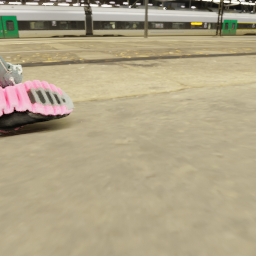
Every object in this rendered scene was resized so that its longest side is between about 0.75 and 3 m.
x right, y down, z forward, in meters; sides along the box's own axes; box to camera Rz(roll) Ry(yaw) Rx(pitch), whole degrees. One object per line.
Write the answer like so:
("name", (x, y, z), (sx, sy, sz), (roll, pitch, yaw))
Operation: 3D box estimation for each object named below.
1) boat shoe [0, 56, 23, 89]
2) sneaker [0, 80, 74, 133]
("boat shoe", (-3.087, -1.295, 7.024), (0.847, 2.743, 0.999), (-34, 55, -26))
("sneaker", (-2.738, -0.395, 6.906), (2.726, 1.300, 1.077), (-4, 56, -29))
